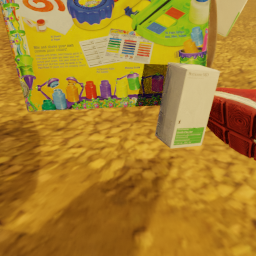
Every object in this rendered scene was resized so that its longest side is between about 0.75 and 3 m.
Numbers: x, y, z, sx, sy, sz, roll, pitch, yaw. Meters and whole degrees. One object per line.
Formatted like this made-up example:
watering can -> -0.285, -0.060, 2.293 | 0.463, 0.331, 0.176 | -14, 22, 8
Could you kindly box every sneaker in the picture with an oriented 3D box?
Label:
sneaker -> 2.262, -0.233, 3.614 | 2.495, 0.977, 1.441 | 29, 63, 36

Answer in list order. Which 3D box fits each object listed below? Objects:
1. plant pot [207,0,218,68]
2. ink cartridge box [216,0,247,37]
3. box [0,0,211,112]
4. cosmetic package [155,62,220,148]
plant pot -> 1.383, -2.311, 6.518 | 0.983, 2.129, 2.129 | 6, 29, 29
ink cartridge box -> 2.826, -3.616, 7.459 | 0.817, 1.416, 1.946 | 28, 54, 8
box -> -0.279, -1.894, 4.541 | 2.867, 2.762, 1.749 | -2, 28, 4
cosmetic package -> 0.737, -0.293, 3.608 | 0.544, 1.011, 0.429 | -4, 25, -26
